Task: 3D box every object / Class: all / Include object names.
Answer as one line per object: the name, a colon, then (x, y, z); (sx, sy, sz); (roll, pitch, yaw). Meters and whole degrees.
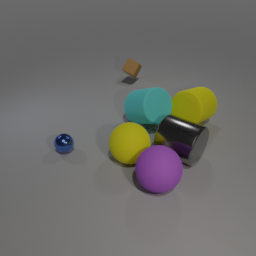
ball: (-2.290, 0.540, 10.014); (0.700, 0.700, 0.700); (0, 33, 0)
ball: (0.916, 1.211, 8.323); (1.400, 1.400, 1.400); (0, 33, 0)
cube: (0.214, -3.141, 14.688); (0.700, 0.700, 0.700); (29, 5, 11)
cylinder: (1.833, 0.394, 9.598); (1.400, 1.400, 1.400); (23, 40, 31)
ball: (0.055, 0.512, 9.436); (1.400, 1.400, 1.400); (0, 33, 0)
cylinder: (2.644, -0.882, 11.237); (1.400, 1.400, 1.400); (26, 28, 33)
cylinder: (0.784, -0.858, 11.108); (1.400, 1.400, 1.400); (-22, 14, -30)
